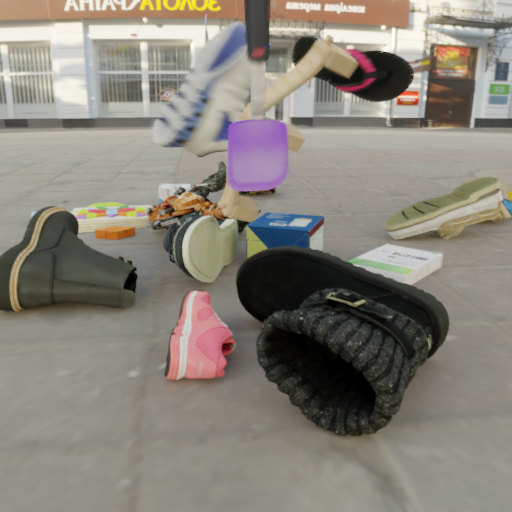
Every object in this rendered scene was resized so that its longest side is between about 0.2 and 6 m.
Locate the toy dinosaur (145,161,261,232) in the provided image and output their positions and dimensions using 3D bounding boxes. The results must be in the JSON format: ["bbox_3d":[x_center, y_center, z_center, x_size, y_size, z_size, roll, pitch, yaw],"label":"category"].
[{"bbox_3d":[-1.171,-0.907,12.297,2.177,1.638,3.207,-24,37,-34],"label":"toy dinosaur"}]

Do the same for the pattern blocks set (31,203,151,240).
[{"bbox_3d":[-3.630,-0.974,14.155,3.897,0.316,3.425,-9,18,-27],"label":"pattern blocks set"}]

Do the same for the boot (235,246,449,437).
[{"bbox_3d":[0.544,0.788,6.638,3.117,1.173,2.330,12,20,33],"label":"boot"}]

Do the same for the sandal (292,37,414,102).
[{"bbox_3d":[2.029,-4.158,12.534,2.929,1.100,0.660,23,30,21],"label":"sandal"}]

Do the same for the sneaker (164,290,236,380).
[{"bbox_3d":[-0.641,1.031,7.090,0.783,0.665,1.805,10,23,-2],"label":"sneaker"}]

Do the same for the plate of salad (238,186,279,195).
[{"bbox_3d":[-0.147,-2.172,18.050,1.837,0.441,1.837,3,6,0],"label":"plate of salad"}]

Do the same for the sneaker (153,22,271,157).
[{"bbox_3d":[-0.708,-3.443,12.534,1.835,3.177,1.283,25,23,-46],"label":"sneaker"}]

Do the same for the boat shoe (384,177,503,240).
[{"bbox_3d":[4.284,-0.852,12.665,2.721,0.931,1.017,-21,22,3],"label":"boat shoe"}]

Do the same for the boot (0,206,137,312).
[{"bbox_3d":[-2.875,0.094,9.518,2.081,1.165,3.008,4,29,-4],"label":"boot"}]

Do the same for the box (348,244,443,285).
[{"bbox_3d":[2.568,0.163,10.375,1.188,0.299,1.645,13,20,38],"label":"box"}]

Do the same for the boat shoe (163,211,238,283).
[{"bbox_3d":[-1.113,-0.238,10.027,1.031,1.162,3.110,4,12,10],"label":"boat shoe"}]

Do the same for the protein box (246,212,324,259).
[{"bbox_3d":[0.590,-0.291,10.899,1.239,0.842,1.248,6,17,18],"label":"protein box"}]

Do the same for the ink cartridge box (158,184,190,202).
[{"bbox_3d":[-2.333,-1.717,16.136,0.857,0.629,0.626,1,16,-1],"label":"ink cartridge box"}]

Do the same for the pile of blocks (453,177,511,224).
[{"bbox_3d":[5.994,-1.249,14.575,2.886,1.185,0.897,-3,-29,-43],"label":"pile of blocks"}]

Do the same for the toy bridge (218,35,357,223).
[{"bbox_3d":[0.235,-1.877,8.423,1.063,3.162,0.430,9,38,-38],"label":"toy bridge"}]

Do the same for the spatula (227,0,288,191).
[{"bbox_3d":[0.022,-2.112,6.690,0.795,2.815,0.289,-2,32,-3],"label":"spatula"}]
